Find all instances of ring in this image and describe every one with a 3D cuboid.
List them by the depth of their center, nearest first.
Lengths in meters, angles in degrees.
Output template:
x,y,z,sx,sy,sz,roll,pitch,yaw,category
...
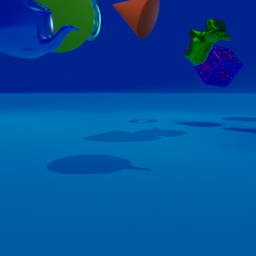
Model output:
x,y,z,sx,sy,sz,roll,pitch,yaw,category
-1.279,-3.687,9.553,0.274,1.370,1.370,9,10,15,ring

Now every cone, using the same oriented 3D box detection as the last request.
x,y,z,sx,sy,sz,roll,pitch,yaw,category
-1.763,-2.836,6.731,1.565,1.565,1.571,-3,34,-21,cone
0.081,-3.681,8.821,1.334,1.329,1.329,27,17,18,cone

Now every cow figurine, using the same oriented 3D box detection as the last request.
x,y,z,sx,sy,sz,roll,pitch,yaw,category
1.989,-2.165,7.189,0.714,1.300,1.279,4,32,-17,cow figurine

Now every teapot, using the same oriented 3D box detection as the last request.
x,y,z,sx,sy,sz,roll,pitch,yaw,category
-1.518,-1.533,3.959,1.849,0.905,1.150,31,24,12,teapot

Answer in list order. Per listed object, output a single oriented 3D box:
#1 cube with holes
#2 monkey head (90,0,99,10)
x,y,z,sx,sy,sz,roll,pitch,yaw,category
3.304,-2.278,10.315,1.046,1.046,1.046,2,47,-25,cube with holes
-1.147,-3.687,6.934,1.104,1.318,1.833,-20,-10,24,monkey head
